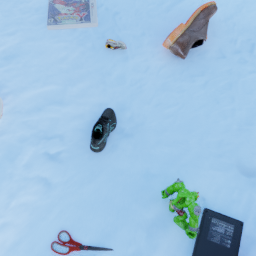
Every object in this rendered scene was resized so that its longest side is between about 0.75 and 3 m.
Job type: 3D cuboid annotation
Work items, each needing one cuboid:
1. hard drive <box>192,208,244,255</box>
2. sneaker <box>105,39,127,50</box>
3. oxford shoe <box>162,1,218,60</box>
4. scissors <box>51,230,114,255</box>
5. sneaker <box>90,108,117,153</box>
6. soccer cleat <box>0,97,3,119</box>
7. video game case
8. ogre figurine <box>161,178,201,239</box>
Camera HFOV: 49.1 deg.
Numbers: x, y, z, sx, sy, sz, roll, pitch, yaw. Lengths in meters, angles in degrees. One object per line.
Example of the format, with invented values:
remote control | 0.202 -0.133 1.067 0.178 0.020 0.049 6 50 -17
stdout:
hard drive | 1.954 2.531 6.124 0.909 0.214 1.302 19 60 11
sneaker | -0.402 -2.701 9.290 0.776 0.302 0.319 15 64 20
oxford shoe | 2.283 -3.246 9.371 0.979 0.957 2.685 44 71 1
scissors | -1.018 2.664 6.136 1.361 0.095 0.498 17 58 9
sneaker | -0.641 -0.026 7.492 0.526 0.553 1.396 11 58 8
soccer cleat | -4.565 -0.301 7.527 2.366 0.812 1.008 -20 57 -17
video game case | -2.031 -4.246 10.250 1.789 0.206 1.630 -5 59 -3
ogre figurine | 1.207 1.697 6.167 0.627 0.766 1.278 10 36 -13
